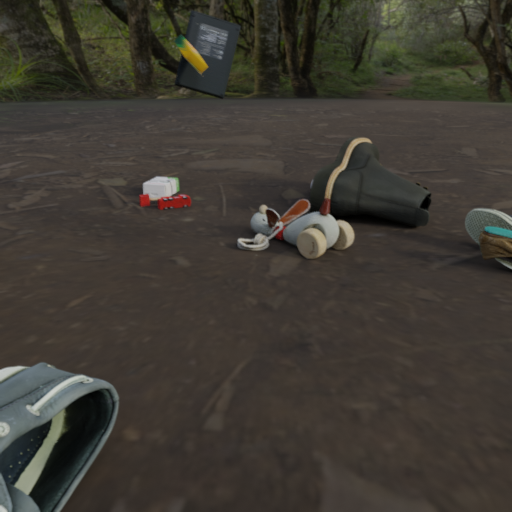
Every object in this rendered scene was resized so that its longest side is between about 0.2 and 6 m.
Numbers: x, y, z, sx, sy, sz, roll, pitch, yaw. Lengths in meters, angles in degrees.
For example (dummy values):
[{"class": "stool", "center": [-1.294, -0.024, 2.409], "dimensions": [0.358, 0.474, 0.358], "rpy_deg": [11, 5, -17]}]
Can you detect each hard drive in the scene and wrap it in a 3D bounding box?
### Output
[{"class": "hard drive", "center": [-0.929, -3.815, 10.690], "dimensions": [0.969, 1.388, 0.228], "rpy_deg": [13, 8, -13]}]

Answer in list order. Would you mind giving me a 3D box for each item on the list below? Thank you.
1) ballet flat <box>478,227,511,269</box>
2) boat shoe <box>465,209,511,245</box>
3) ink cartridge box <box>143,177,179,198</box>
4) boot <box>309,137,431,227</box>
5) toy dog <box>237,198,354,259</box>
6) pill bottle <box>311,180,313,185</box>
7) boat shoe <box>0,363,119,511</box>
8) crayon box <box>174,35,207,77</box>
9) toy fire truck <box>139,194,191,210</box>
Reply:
[{"class": "ballet flat", "center": [4.338, -0.001, 8.587], "dimensions": [1.782, 0.645, 0.604], "rpy_deg": [10, 22, 24]}, {"class": "boat shoe", "center": [4.452, -0.316, 9.473], "dimensions": [0.595, 0.713, 1.912], "rpy_deg": [-10, 26, -40]}, {"class": "ink cartridge box", "center": [-2.338, -1.681, 13.779], "dimensions": [0.613, 0.354, 0.839], "rpy_deg": [5, 20, 13]}, {"class": "boot", "center": [2.861, -1.549, 12.387], "dimensions": [2.403, 1.346, 3.475], "rpy_deg": [13, 36, 21]}, {"class": "toy dog", "center": [0.705, -0.643, 9.887], "dimensions": [2.041, 0.983, 1.346], "rpy_deg": [8, 21, 22]}, {"class": "pill bottle", "center": [1.776, -1.764, 13.670], "dimensions": [0.587, 0.587, 1.045], "rpy_deg": [9, 21, 25]}, {"class": "boat shoe", "center": [-1.754, 1.564, 3.466], "dimensions": [0.961, 1.132, 3.109], "rpy_deg": [-2, 14, 6]}, {"class": "crayon box", "center": [-1.159, -3.610, 10.109], "dimensions": [0.475, 0.190, 0.749], "rpy_deg": [34, 21, -52]}, {"class": "toy fire truck", "center": [-2.069, -1.247, 12.711], "dimensions": [1.015, 0.247, 0.716], "rpy_deg": [-10, 22, -26]}]
